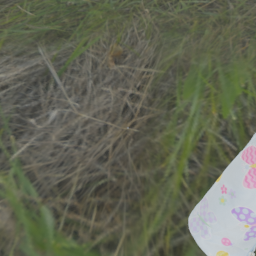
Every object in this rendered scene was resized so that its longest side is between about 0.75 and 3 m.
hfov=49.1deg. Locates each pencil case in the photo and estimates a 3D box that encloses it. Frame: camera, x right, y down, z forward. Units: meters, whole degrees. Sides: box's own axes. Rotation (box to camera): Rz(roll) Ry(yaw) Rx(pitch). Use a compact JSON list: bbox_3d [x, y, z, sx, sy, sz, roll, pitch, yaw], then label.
[{"bbox_3d":[1.611,0.854,3.559,0.866,2.083,0.945,-2,40,-36],"label":"pencil case"}]
